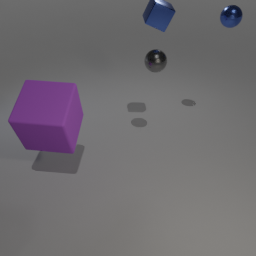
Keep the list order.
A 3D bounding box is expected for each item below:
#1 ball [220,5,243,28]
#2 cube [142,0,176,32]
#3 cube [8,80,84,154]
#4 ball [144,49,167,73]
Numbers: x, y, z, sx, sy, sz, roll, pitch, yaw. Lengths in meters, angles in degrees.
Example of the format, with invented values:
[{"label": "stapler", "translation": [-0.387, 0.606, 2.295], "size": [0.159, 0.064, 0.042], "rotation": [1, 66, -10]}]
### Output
[{"label": "ball", "translation": [3.376, -3.648, 9.169], "size": [0.700, 0.700, 0.700], "rotation": [0, 32, 0]}, {"label": "cube", "translation": [0.935, -3.514, 8.602], "size": [0.700, 0.700, 0.700], "rotation": [17, 37, -19]}, {"label": "cube", "translation": [-2.104, -0.288, 7.554], "size": [1.400, 1.400, 1.400], "rotation": [5, 56, 4]}, {"label": "ball", "translation": [0.854, -2.062, 8.616], "size": [0.700, 0.700, 0.700], "rotation": [0, 32, 0]}]
